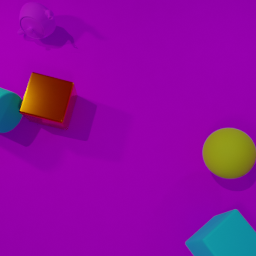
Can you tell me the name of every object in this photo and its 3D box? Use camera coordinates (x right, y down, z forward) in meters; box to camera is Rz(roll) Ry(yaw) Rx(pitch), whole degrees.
[{"bbox_3d":[2.434,2.975,6.986,1.228,1.228,1.228,-31,74,-22],"label":"cube"},{"bbox_3d":[2.576,0.644,7.162,1.292,1.292,1.292,0,77,0],"label":"ball"},{"bbox_3d":[-2.779,-3.222,8.549,1.779,1.106,0.871,-9,48,34],"label":"teapot"},{"bbox_3d":[-2.204,-0.718,7.983,1.184,1.184,1.184,14,79,-3],"label":"cube"},{"bbox_3d":[-3.735,-0.579,7.762,1.152,1.152,1.152,20,78,21],"label":"cylinder"}]
